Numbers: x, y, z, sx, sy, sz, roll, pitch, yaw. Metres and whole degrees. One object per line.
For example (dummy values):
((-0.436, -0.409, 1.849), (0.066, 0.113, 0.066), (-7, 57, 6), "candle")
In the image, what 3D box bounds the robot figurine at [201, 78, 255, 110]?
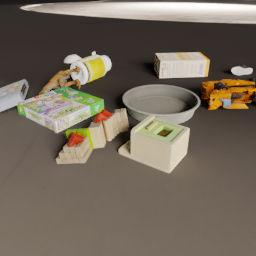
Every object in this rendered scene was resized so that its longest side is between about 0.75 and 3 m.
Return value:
((4.016, -1.194, 9.799), (2.643, 0.769, 1.916), (0, 29, 1), "robot figurine")

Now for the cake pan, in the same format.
((1.088, -0.805, 9.402), (2.557, 0.469, 2.557), (0, 29, 0), "cake pan")

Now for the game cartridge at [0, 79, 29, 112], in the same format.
((-4.165, -1.064, 9.521), (1.398, 0.436, 2.099), (-19, 26, -7), "game cartridge")

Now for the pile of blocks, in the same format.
((-0.921, 0.007, 7.437), (1.052, 0.796, 2.563), (7, 28, 36), "pile of blocks")

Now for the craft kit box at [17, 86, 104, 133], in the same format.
((-2.202, -0.694, 9.256), (2.010, 0.494, 2.035), (24, 37, 31), "craft kit box")

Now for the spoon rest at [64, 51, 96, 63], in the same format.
((-2.466, -3.507, 14.327), (1.774, 0.538, 0.881), (-3, 25, 22), "spoon rest")

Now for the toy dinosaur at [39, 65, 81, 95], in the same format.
((-2.560, -2.017, 11.061), (1.515, 0.861, 2.852), (-3, 29, 16), "toy dinosaur")

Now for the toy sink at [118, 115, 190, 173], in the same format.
((0.617, 0.298, 7.038), (1.531, 0.858, 0.998), (19, 34, 30), "toy sink")

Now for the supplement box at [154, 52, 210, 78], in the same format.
((2.381, -2.865, 12.722), (2.192, 0.806, 1.381), (-2, 29, -4), "supplement box")

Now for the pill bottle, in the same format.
((-1.542, -2.571, 12.021), (0.998, 0.998, 1.782), (20, 35, 31), "pill bottle")

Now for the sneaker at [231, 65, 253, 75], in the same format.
((5.109, -2.679, 12.879), (1.086, 0.384, 0.538), (-3, 27, -16), "sneaker")
